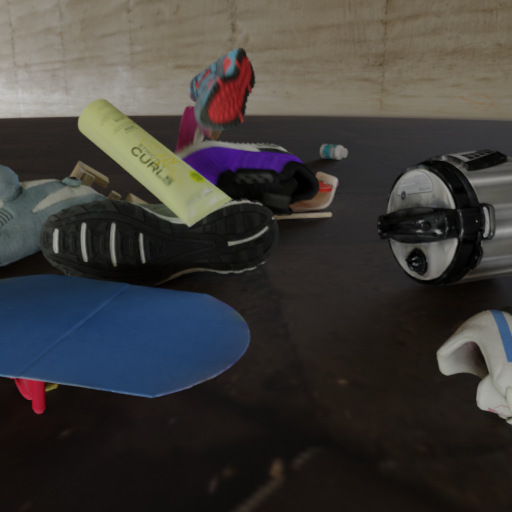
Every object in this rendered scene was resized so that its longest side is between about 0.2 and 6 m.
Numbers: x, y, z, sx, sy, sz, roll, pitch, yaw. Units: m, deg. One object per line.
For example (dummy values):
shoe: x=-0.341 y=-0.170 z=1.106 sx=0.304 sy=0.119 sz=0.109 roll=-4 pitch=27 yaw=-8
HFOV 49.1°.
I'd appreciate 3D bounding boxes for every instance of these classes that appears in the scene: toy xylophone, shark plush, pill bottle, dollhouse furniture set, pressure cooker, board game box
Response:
toy xylophone: x=0.550 y=-1.318 z=12.249 sx=2.766 sy=0.695 sz=2.025 roll=-9 pitch=20 yaw=-26
shark plush: x=-3.079 y=-0.335 z=8.889 sx=3.510 sy=1.595 sz=1.462 roll=3 pitch=54 yaw=-35
pill bottle: x=2.822 y=-3.760 z=20.283 sx=0.951 sy=0.527 sz=0.527 roll=15 pitch=23 yaw=39
dollhouse furniture set: x=-3.079 y=-0.723 z=11.028 sx=1.701 sy=1.386 sz=1.618 roll=31 pitch=6 yaw=-23
pressure cooker: x=2.795 y=-0.478 z=7.801 sx=2.042 sy=1.796 sz=1.824 roll=-7 pitch=51 yaw=-20
board game box: x=-1.683 y=0.902 z=5.464 sx=3.212 sy=0.625 sz=2.537 roll=7 pitch=14 yaw=5

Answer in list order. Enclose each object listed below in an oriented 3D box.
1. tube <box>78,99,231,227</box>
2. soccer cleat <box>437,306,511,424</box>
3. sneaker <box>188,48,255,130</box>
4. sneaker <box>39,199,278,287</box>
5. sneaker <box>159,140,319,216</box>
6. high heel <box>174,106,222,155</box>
tube: x=-1.434 y=-1.290 z=7.664 sx=2.294 sy=0.666 sz=0.596 roll=40 pitch=-2 yaw=13
soccer cleat: x=2.437 y=1.179 z=4.533 sx=0.969 sy=0.784 sz=2.245 roll=-28 pitch=27 yaw=-15
sneaker: x=-0.702 y=-2.699 z=9.536 sx=1.020 sy=0.847 sz=2.135 roll=-12 pitch=35 yaw=27
sneaker: x=-1.401 y=-0.208 z=8.240 sx=3.347 sy=1.237 sz=1.327 roll=-2 pitch=6 yaw=-24
sneaker: x=-0.112 y=-1.317 z=10.303 sx=3.301 sy=1.148 sz=1.642 roll=-16 pitch=42 yaw=-38
high heel: x=-1.448 y=-1.994 z=10.497 sx=0.869 sy=1.811 sz=0.610 roll=32 pitch=-3 yaw=24
